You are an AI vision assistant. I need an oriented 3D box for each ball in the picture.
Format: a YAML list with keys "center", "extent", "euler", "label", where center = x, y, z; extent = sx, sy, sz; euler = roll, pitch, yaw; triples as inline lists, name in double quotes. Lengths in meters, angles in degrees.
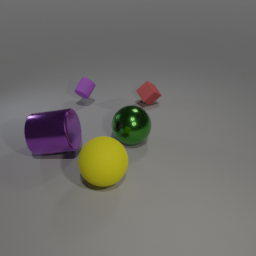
- center: [-0.694, 0.935, 7.899]
  extent: [1.400, 1.400, 1.400]
  euler: [0, 30, 0]
  label: "ball"
- center: [0.123, -0.102, 9.851]
  extent: [1.400, 1.400, 1.400]
  euler: [0, 30, 0]
  label: "ball"

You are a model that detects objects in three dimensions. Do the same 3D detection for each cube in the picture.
- center: [0.938, -1.568, 12.574]
  extent: [0.700, 0.700, 0.700]
  euler: [13, 41, -57]
  label: "cube"

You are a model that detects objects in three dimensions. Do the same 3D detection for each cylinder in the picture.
- center: [-2.414, 0.130, 9.201]
  extent: [1.400, 1.400, 1.400]
  euler: [-7, 29, 10]
  label: "cylinder"
- center: [-1.896, -1.760, 12.370]
  extent: [0.700, 0.700, 0.700]
  euler: [19, 73, 29]
  label: "cylinder"
